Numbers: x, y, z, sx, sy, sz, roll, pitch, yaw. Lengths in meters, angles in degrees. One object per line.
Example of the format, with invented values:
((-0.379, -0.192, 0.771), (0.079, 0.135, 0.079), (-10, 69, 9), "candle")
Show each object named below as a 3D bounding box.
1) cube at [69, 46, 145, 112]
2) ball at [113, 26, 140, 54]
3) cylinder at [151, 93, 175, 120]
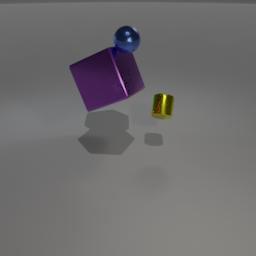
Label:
((-0.557, -1.462, 8.113), (1.400, 1.400, 1.400), (-16, 12, 28), "cube")
((-0.028, -2.277, 7.240), (0.700, 0.700, 0.700), (0, 28, 0), "ball")
((1.142, -0.693, 9.187), (0.700, 0.700, 0.700), (8, -11, 2), "cylinder")
